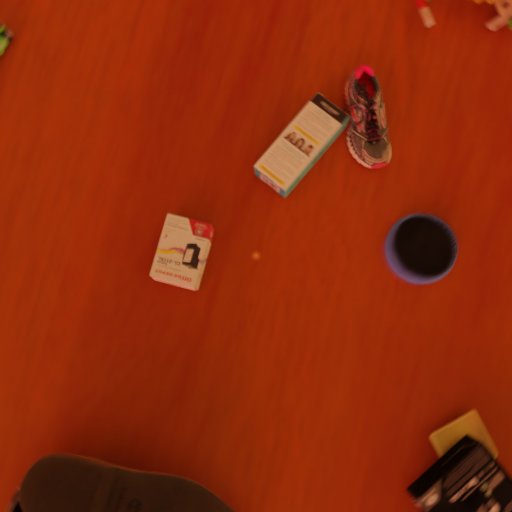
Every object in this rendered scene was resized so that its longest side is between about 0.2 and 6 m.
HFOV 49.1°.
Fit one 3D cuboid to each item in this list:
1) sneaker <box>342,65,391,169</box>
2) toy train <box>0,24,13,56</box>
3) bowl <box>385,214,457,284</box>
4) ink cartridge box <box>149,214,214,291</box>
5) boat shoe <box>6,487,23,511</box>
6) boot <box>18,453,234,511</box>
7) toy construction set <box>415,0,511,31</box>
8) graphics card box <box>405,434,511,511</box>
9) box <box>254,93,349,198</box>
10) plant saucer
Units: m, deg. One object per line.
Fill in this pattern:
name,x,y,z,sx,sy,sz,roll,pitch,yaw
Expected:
sneaker,1.870,-2.349,9.537,0.715,0.662,1.772,-12,82,-3
toy train,-4.803,-3.473,9.919,0.402,0.298,1.427,30,82,-6
bowl,2.784,-0.131,9.398,1.202,0.236,1.202,0,81,0
ink cartridge box,-1.215,-0.050,9.271,0.794,0.451,1.089,14,81,2
boat shoe,-3.649,4.429,8.424,0.717,0.706,1.925,5,81,1
boot,-1.714,3.757,8.401,3.506,1.323,1.291,27,72,-11
toy construction set,3.832,-4.498,9.626,1.999,1.667,1.536,-22,94,17
graphics card box,3.487,3.996,8.472,1.361,0.552,2.170,-40,91,-5
box,0.770,-1.886,9.566,0.709,0.424,1.724,40,83,9
plant saucer,3.250,2.981,8.872,0.846,0.205,0.846,-27,92,-4
